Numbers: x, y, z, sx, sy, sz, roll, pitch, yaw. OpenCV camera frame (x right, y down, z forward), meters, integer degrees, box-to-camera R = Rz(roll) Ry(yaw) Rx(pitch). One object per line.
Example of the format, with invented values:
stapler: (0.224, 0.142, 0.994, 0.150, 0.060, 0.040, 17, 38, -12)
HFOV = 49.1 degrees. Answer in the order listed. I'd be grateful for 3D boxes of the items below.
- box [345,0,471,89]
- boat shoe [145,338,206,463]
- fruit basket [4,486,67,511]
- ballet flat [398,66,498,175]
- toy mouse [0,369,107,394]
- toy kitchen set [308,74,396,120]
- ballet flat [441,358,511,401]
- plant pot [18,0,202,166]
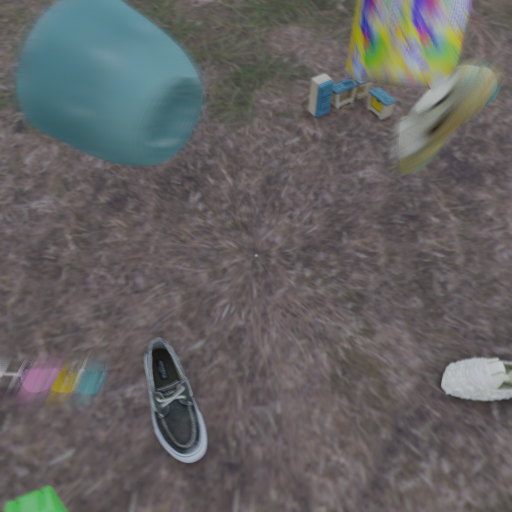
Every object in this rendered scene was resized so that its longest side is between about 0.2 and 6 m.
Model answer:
box: (2.393, -3.685, 8.940, 1.112, 1.823, 1.756, 4, 16, -15)
boat shoe: (-1.294, 2.085, 8.258, 0.691, 0.680, 1.916, -21, 56, -15)
fruit basket: (-2.598, 3.645, 6.737, 0.939, 1.302, 1.302, -18, 55, -13)
ballet flat: (2.667, -2.069, 8.629, 0.811, 2.294, 0.811, 9, 63, -18)
toy mouse: (-2.263, 1.487, 6.624, 1.354, 1.203, 0.262, 12, 73, -37)
toy kitchen set: (2.123, -3.472, 12.335, 1.497, 0.882, 1.199, -27, 58, -18)
ballet flat: (3.837, 1.805, 8.507, 1.967, 0.706, 0.706, 1, 53, 2)
plant pot: (-1.909, -2.348, 8.132, 1.808, 2.253, 2.253, 33, 59, 14)
